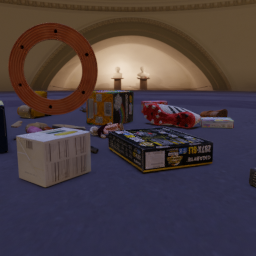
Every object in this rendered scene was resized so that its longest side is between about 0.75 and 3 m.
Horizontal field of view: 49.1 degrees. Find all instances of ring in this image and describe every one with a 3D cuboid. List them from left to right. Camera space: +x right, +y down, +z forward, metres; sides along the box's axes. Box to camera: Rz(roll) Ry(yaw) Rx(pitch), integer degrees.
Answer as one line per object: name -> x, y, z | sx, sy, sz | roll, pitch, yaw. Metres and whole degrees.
ring -> -1.833, -1.424, 6.906 | 2.219, 2.219, 0.213 | 0, 10, 1

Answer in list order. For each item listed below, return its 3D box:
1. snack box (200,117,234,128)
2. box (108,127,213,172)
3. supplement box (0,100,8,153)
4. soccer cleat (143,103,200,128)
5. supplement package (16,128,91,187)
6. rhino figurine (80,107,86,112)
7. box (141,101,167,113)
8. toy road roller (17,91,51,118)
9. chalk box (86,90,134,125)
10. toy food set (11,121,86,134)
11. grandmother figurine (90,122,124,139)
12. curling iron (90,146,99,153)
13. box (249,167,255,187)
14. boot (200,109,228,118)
snack box -> 3.571, -0.220, 11.348 | 1.223, 0.324, 0.870 | 2, 10, 9
box -> 0.694, 0.436, 6.958 | 1.796, 0.555, 2.249 | -6, 11, -22
supplement box -> -4.337, -0.047, 7.598 | 1.871, 1.256, 1.869 | -5, 11, -25
soccer cleat -> 1.768, -0.520, 11.649 | 2.539, 0.871, 1.081 | 13, 15, 37
supplement package -> -1.436, 0.518, 5.535 | 0.864, 0.858, 1.139 | 7, 12, 37
rhino figurine -> -2.371, -1.079, 16.447 | 0.396, 0.271, 0.906 | 24, 21, 37
box -> 1.480, -1.178, 15.804 | 1.374, 0.685, 0.656 | -3, 10, -14
toy road roller -> -4.722, -1.226, 14.329 | 1.077, 1.280, 1.753 | 4, 11, 24
chalk box -> -0.640, -0.952, 12.462 | 1.404, 1.414, 2.266 | 6, 10, 27
toy food set -> -2.601, 0.137, 9.405 | 2.315, 0.365, 1.471 | 6, 9, -9
grandmother figurine -> -0.738, 0.055, 9.279 | 1.201, 0.364, 0.728 | -5, 29, 28
curling iron -> -1.691, 0.468, 7.715 | 2.073, 0.265, 0.514 | 10, 35, 25
box -> 3.022, 0.925, 4.687 | 1.168, 0.356, 1.449 | -4, 10, -28
boot -> 4.267, -0.709, 13.864 | 1.261, 0.465, 0.976 | -5, 6, -42
